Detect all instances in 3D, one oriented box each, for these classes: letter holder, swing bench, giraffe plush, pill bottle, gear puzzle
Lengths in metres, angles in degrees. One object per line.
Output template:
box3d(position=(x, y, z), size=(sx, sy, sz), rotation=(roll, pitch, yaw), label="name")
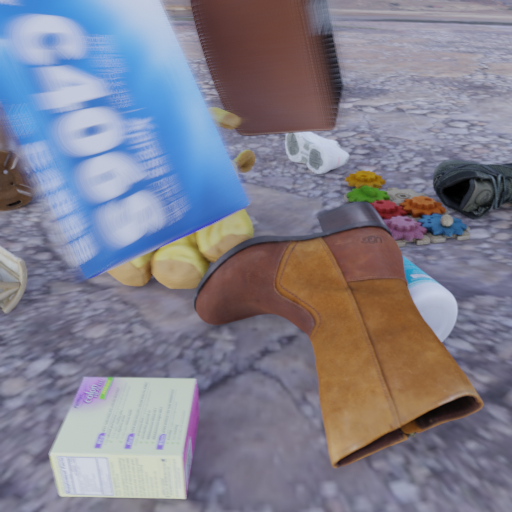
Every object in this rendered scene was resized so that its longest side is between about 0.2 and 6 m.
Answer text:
box3d(position=(0.182, -2.707, 7.248), size=(1.479, 2.081, 1.046), rotation=(-1, 48, 20), label="letter holder")
box3d(position=(-3.602, 0.308, 6.982), size=(1.099, 0.717, 1.104), rotation=(24, 31, 38), label="swing bench")
box3d(position=(-0.927, -0.866, 8.043), size=(2.292, 2.657, 2.154), rotation=(1, -2, 14), label="giraffe plush")
box3d(position=(1.561, 0.406, 6.590), size=(0.851, 0.851, 1.536), rotation=(-10, 30, -18), label="pill bottle")
box3d(position=(2.412, -1.004, 9.735), size=(1.524, 0.385, 2.943), rotation=(-6, 29, -11), label="gear puzzle")

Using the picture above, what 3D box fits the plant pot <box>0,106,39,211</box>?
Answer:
box3d(position=(-4.504, -1.649, 9.966), size=(1.541, 1.541, 1.526), rotation=(-9, 38, -16), label="plant pot")

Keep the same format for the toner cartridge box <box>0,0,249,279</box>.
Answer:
box3d(position=(-1.632, -1.805, 5.655), size=(1.747, 3.677, 0.794), rotation=(-28, 6, -34), label="toner cartridge box")

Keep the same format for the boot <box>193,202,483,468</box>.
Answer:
box3d(position=(0.578, 0.903, 5.740), size=(2.483, 0.903, 2.638), rotation=(-20, 47, 6), label="boot")

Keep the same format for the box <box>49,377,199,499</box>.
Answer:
box3d(position=(-1.072, 1.541, 4.831), size=(1.053, 0.509, 0.926), rotation=(1, 28, 0), label="box")

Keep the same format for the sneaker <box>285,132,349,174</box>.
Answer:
box3d(position=(1.292, -2.260, 11.934), size=(0.905, 0.710, 1.822), rotation=(-8, 37, -28), label="sneaker")

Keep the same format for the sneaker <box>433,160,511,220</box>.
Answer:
box3d(position=(4.201, -1.109, 9.456), size=(2.346, 0.897, 1.344), rotation=(5, 30, 16), label="sneaker")
